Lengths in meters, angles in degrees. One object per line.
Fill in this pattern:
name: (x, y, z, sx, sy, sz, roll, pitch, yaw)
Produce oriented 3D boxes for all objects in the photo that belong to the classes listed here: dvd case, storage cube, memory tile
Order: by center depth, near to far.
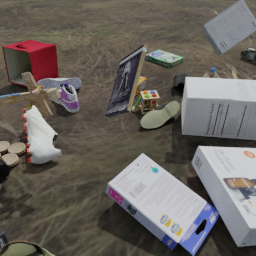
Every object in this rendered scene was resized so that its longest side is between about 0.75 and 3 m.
dvd case: (-0.047, -0.892, 5.565, 0.108, 1.347, 1.002, 20, -14, -24)
memory tile: (-4.610, 1.229, 9.189, 1.864, 0.204, 2.432, 4, 36, 6)
storage cube: (-4.808, -3.277, 14.087, 1.783, 2.086, 1.876, 16, 32, 23)

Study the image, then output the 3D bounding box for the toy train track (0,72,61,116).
toy train track: (-2.975, -0.746, 7.703, 2.384, 1.367, 0.388, -5, 36, 21)

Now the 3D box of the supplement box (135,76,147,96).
supplement box: (0.263, -1.912, 13.367, 0.575, 0.595, 1.729, 19, 37, 22)

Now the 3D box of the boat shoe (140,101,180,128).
boat shoe: (1.251, -0.497, 11.369, 1.894, 0.693, 0.594, -30, 6, -21)

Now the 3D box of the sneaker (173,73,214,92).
sneaker: (3.271, -1.964, 13.362, 2.355, 0.894, 1.069, 6, 44, 20)

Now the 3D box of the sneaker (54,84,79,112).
sneaker: (-2.804, -1.572, 12.423, 0.706, 1.111, 1.949, -30, 43, -33)

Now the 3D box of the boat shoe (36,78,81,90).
boat shoe: (-3.349, -2.095, 13.630, 2.146, 0.761, 0.749, -10, 9, -8)

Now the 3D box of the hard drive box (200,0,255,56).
hard drive box: (3.315, -3.237, 9.115, 1.450, 1.130, 0.557, -33, 3, 6)

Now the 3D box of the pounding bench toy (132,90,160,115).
pounding bench toy: (0.713, -1.116, 11.959, 1.115, 0.870, 0.693, -5, 35, -8)

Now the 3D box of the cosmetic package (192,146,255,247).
cosmetic package: (3.398, 1.694, 7.735, 2.251, 0.772, 2.986, 4, 33, -16)

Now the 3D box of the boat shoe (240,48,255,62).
boat shoe: (7.666, -4.222, 16.568, 0.637, 0.798, 2.110, -19, 27, -26)

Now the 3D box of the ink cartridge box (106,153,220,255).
ink cartridge box: (0.917, 1.980, 7.457, 2.694, 0.565, 1.607, 35, 45, 21)

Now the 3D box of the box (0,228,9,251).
box: (-4.153, 2.652, 6.663, 2.140, 0.517, 1.695, 21, 39, 37)

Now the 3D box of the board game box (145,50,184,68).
board game box: (2.178, -4.216, 16.912, 1.334, 0.289, 1.983, -28, 44, -35)

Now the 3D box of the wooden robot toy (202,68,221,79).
wooden robot toy: (4.174, -1.492, 11.942, 2.911, 1.282, 1.321, 15, 18, -49)

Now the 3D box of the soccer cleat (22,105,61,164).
soccer cleat: (-3.142, 0.173, 10.127, 1.120, 1.001, 2.887, -8, 42, -20)

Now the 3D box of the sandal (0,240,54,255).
sandal: (-2.273, 2.769, 5.931, 2.659, 0.759, 1.056, -10, 23, 38)

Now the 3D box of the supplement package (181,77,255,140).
supplement package: (3.556, -0.778, 10.716, 2.852, 1.708, 1.729, 5, 37, 7)

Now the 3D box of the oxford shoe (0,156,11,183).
oxford shoe: (-4.880, 1.542, 7.890, 2.766, 1.005, 1.167, -28, 54, -34)
